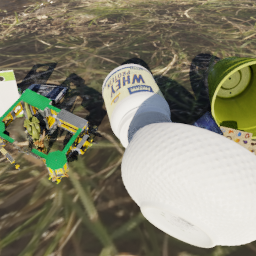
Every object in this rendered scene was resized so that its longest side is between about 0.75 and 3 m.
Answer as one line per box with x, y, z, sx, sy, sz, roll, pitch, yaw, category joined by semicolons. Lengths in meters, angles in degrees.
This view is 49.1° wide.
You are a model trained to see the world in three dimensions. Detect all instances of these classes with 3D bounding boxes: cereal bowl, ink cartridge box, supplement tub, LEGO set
1.023;1.197;4.821;2.726;2.726;1.135;19;59;24;cereal bowl
-3.917;-1.076;8.692;1.129;1.528;0.579;-9;31;-12;ink cartridge box
0.224;-0.594;7.896;1.640;1.640;2.262;-8;41;-10;supplement tub
-2.147;0.330;7.218;2.567;1.487;1.974;18;59;5;LEGO set

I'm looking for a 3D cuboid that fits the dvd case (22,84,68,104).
-3.018;-1.242;10.085;1.406;0.174;1.057;6;33;8;dvd case

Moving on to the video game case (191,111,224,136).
1.767;0.271;7.305;0.125;1.315;0.939;35;24;-30;video game case

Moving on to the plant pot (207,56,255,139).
3.412;-1.204;8.515;2.296;2.296;2.210;0;28;0;plant pot

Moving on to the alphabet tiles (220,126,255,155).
2.735;0.483;7.458;1.286;0.041;1.070;15;62;25;alphabet tiles
